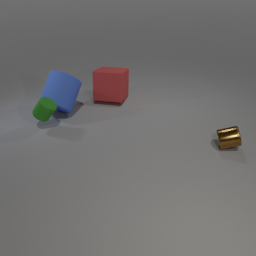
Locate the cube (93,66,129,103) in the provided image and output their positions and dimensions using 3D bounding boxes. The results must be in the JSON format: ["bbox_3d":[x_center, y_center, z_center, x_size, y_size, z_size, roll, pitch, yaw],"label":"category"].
[{"bbox_3d":[-0.790,-2.087,13.295,1.400,1.400,1.400,6,21,11],"label":"cube"}]

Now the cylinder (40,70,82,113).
[{"bbox_3d":[-2.846,-1.519,11.877,1.400,1.400,1.400,18,-7,2],"label":"cylinder"}]

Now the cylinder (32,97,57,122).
[{"bbox_3d":[-3.195,-0.722,10.732,0.700,0.700,0.700,31,30,-20],"label":"cylinder"}]

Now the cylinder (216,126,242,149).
[{"bbox_3d":[3.480,0.333,9.663,0.700,0.700,0.700,-13,26,16],"label":"cylinder"}]
